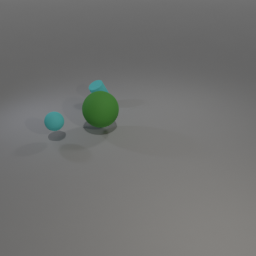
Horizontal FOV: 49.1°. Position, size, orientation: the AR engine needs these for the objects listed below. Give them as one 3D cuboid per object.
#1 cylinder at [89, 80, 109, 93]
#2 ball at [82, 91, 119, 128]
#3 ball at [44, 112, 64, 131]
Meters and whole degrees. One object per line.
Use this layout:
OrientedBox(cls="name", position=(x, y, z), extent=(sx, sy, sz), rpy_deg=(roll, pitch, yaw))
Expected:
OrientedBox(cls="cylinder", position=(-1.352, -1.730, 12.918), extent=(0.700, 0.700, 0.700), rpy_deg=(-17, 42, 16))
OrientedBox(cls="ball", position=(-1.047, -0.713, 10.701), extent=(1.400, 1.400, 1.400), rpy_deg=(0, 29, 0))
OrientedBox(cls="ball", position=(-2.647, -0.239, 10.055), extent=(0.700, 0.700, 0.700), rpy_deg=(0, 29, 0))
